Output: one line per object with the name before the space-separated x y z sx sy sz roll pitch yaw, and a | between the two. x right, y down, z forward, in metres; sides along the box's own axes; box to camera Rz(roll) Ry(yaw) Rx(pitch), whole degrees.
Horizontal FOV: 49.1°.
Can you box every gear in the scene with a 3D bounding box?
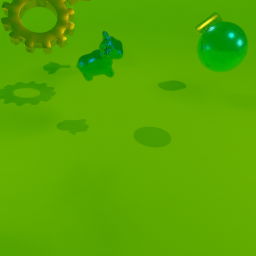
gear | -2.514 -3.080 7.944 1.948 1.948 0.360 -9 -9 -13

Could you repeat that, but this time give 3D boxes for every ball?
ball | 1.875 -1.607 5.591 0.975 0.975 0.975 0 33 0

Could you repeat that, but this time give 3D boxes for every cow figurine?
cow figurine | -0.664 -1.598 6.363 1.204 1.185 0.661 -11 69 9

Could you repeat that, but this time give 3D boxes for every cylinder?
cylinder | 2.633 -3.100 8.858 0.762 0.762 0.762 -34 29 18

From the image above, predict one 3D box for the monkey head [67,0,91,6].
monkey head | -1.767 -4.778 9.650 1.044 0.874 1.451 3 67 -3
